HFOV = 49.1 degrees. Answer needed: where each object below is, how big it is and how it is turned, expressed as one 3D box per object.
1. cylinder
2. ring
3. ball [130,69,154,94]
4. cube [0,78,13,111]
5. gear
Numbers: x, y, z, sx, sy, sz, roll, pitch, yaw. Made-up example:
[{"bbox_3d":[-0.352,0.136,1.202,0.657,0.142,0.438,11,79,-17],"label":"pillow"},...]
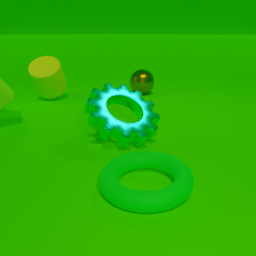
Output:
[{"bbox_3d":[-3.058,-1.933,10.753,1.181,1.181,1.181,-1,54,2],"label":"cylinder"},{"bbox_3d":[0.322,0.895,5.020,1.689,0.338,1.689,-2,23,1],"label":"ring"},{"bbox_3d":[0.588,-1.928,11.746,1.043,1.043,1.043,0,20,0],"label":"ball"},{"bbox_3d":[-4.252,-0.993,8.006,1.317,1.317,1.317,-41,27,-6],"label":"cube"},{"bbox_3d":[-0.129,-0.368,6.983,1.858,0.344,1.858,14,44,-14],"label":"gear"}]
